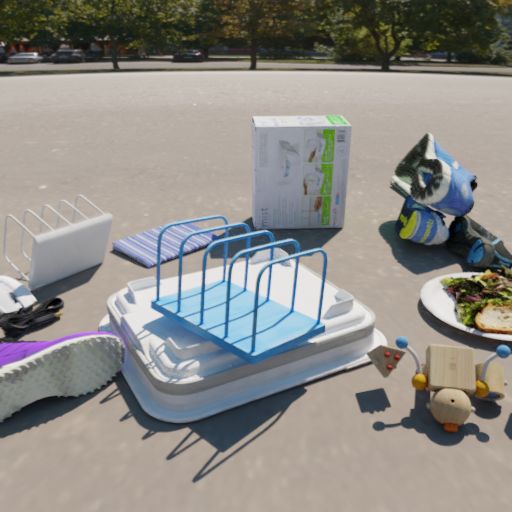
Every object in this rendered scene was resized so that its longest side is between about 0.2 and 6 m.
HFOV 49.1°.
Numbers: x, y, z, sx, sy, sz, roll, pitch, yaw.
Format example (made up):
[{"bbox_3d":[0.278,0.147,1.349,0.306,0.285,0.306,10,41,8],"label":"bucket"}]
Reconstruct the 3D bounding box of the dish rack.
[{"bbox_3d":[-0.266,0.838,8.224,3.647,0.794,3.130,-13,27,-26],"label":"dish rack"}]

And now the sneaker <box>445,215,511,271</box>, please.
[{"bbox_3d":[4.325,-0.218,10.978,0.808,0.722,1.972,17,26,-9],"label":"sneaker"}]

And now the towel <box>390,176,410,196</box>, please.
[{"bbox_3d":[4.587,-1.915,15.201,1.569,0.281,1.629,-3,23,-6],"label":"towel"}]

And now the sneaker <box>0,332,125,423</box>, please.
[{"bbox_3d":[-2.837,1.330,7.024,2.254,0.784,1.121,-16,27,-31],"label":"sneaker"}]

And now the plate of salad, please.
[{"bbox_3d":[3.795,0.660,8.892,2.276,0.547,2.276,-1,23,0],"label":"plate of salad"}]

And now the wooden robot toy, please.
[{"bbox_3d":[2.400,1.639,6.681,2.174,0.958,0.987,4,59,9],"label":"wooden robot toy"}]

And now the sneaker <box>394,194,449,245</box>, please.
[{"bbox_3d":[3.482,-0.716,11.855,0.886,0.797,2.155,15,21,3],"label":"sneaker"}]

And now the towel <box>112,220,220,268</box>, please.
[{"bbox_3d":[-1.832,-0.256,11.524,1.349,0.222,1.863,24,34,39],"label":"towel"}]

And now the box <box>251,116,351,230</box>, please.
[{"bbox_3d":[0.929,-1.828,12.377,2.053,2.326,1.125,-2,26,-3],"label":"box"}]

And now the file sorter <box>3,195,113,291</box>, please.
[{"bbox_3d":[-3.585,-0.319,10.069,0.986,1.099,1.583,36,36,21],"label":"file sorter"}]

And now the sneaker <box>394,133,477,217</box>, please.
[{"bbox_3d":[3.901,-1.639,12.060,1.321,1.164,2.963,32,30,-14],"label":"sneaker"}]

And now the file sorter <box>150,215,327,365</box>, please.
[{"bbox_3d":[-0.228,0.308,7.210,1.956,1.200,1.357,21,25,40],"label":"file sorter"}]

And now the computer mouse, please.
[{"bbox_3d":[-3.973,0.686,8.980,1.922,0.422,1.054,19,31,37],"label":"computer mouse"}]
